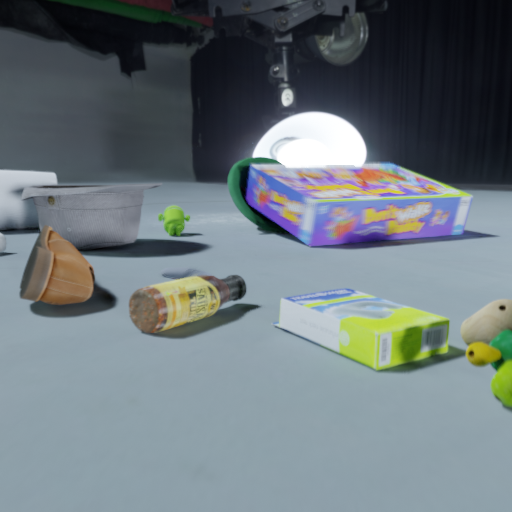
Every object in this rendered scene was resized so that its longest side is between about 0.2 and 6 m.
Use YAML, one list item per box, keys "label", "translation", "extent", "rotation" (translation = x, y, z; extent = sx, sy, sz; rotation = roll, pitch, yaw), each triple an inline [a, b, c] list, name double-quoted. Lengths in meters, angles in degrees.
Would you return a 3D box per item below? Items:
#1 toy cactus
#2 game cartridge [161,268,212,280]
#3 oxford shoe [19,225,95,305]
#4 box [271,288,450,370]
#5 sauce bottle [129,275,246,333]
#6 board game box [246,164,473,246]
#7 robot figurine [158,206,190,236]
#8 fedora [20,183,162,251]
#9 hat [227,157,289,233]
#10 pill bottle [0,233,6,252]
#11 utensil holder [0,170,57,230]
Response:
- label: "toy cactus"
  translation: [2.228, 0.465, 4.623]
  extent: [1.005, 1.966, 1.622]
  rotation: [35, -25, -3]
- label: "game cartridge"
  translation: [-0.946, 0.282, 7.967]
  extent: [0.492, 0.151, 0.739]
  rotation: [-5, -11, 23]
- label: "oxford shoe"
  translation: [-2.686, 0.196, 7.648]
  extent: [0.876, 0.877, 2.459]
  rotation: [19, 7, -25]
- label: "box"
  translation: [0.976, 0.662, 5.616]
  extent: [0.977, 0.382, 1.602]
  rotation: [-5, 11, -32]
- label: "sauce bottle"
  translation: [-0.699, 0.471, 6.337]
  extent: [0.517, 0.517, 1.567]
  rotation: [7, 13, 37]
- label: "board game box"
  translation: [2.467, -1.379, 13.712]
  extent: [4.523, 1.013, 3.041]
  rotation: [-5, 25, -28]
- label: "robot figurine"
  translation: [-2.007, -0.869, 13.689]
  extent: [0.774, 0.511, 0.883]
  rotation: [0, 43, -9]
- label: "fedora"
  translation: [-3.417, -0.840, 11.720]
  extent: [2.919, 1.318, 2.581]
  rotation: [1, 9, 15]
- label: "hat"
  translation: [-0.016, -1.116, 15.559]
  extent: [2.880, 2.385, 2.535]
  rotation: [-19, -17, -38]
- label: "pill bottle"
  translation: [-5.198, -0.214, 10.643]
  extent: [0.437, 0.437, 0.773]
  rotation: [6, 12, 31]
- label: "utensil holder"
  translation: [-6.276, -1.450, 14.722]
  extent: [1.896, 1.611, 1.611]
  rotation: [-1, 9, -26]
